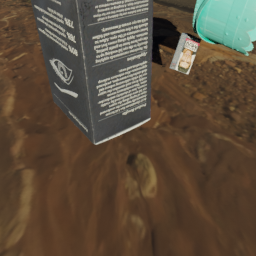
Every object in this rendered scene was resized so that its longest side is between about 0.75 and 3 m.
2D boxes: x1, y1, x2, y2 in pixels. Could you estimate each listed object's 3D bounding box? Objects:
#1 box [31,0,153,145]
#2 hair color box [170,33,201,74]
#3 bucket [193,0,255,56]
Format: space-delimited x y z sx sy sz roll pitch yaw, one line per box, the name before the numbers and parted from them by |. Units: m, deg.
box | -0.687 -1.452 5.540 1.450 2.781 2.058 -25 44 -26
hair color box | 1.784 -2.309 8.719 0.560 1.131 0.343 12 14 -28
bucket | 2.831 -3.233 7.242 1.580 2.429 2.429 26 41 21
